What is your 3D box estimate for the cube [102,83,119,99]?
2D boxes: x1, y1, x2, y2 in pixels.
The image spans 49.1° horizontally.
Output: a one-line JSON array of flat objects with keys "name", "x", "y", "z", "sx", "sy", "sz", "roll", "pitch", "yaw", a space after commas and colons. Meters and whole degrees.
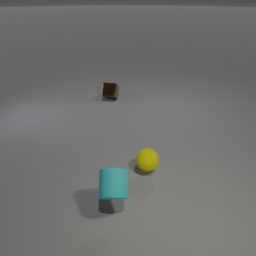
[{"name": "cube", "x": -0.895, "y": -1.928, "z": 14.528, "sx": 0.700, "sy": 0.700, "sz": 0.700, "roll": 6, "pitch": -2, "yaw": 12}]

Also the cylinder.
[{"name": "cylinder", "x": -0.357, "y": 1.378, "z": 6.875, "sx": 0.700, "sy": 0.700, "sz": 0.700, "roll": 0, "pitch": -17, "yaw": 0}]

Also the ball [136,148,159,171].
[{"name": "ball", "x": 0.603, "y": 0.982, "z": 8.643, "sx": 0.700, "sy": 0.700, "sz": 0.700, "roll": 0, "pitch": 27, "yaw": 0}]
